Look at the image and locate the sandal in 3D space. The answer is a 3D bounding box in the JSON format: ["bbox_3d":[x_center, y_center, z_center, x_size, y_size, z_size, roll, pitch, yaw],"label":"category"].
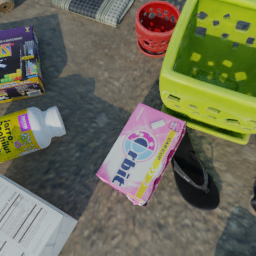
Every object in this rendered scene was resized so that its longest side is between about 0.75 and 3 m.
[{"bbox_3d":[1.586,1.014,7.431,0.951,0.535,2.500,-22,69,-9],"label":"sandal"}]

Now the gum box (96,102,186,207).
[{"bbox_3d":[0.357,0.690,7.258,1.350,0.787,2.379,25,74,20],"label":"gum box"}]

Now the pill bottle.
[{"bbox_3d":[-2.859,0.139,7.458,2.220,1.157,1.157,-19,69,-8],"label":"pill bottle"}]

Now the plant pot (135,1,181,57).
[{"bbox_3d":[0.901,-3.024,8.735,1.366,1.244,1.366,0,68,0],"label":"plant pot"}]

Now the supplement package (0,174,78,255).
[{"bbox_3d":[-2.701,2.212,6.244,2.360,1.791,1.778,27,70,11],"label":"supplement package"}]

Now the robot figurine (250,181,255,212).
[{"bbox_3d":[3.838,1.316,6.371,2.342,1.461,1.760,-30,30,-28],"label":"robot figurine"}]

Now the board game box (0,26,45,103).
[{"bbox_3d":[-4.032,-1.836,8.501,2.674,0.758,2.210,-13,68,-5],"label":"board game box"}]

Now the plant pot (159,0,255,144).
[{"bbox_3d":[2.449,-1.363,7.282,2.907,2.651,2.922,19,69,8],"label":"plant pot"}]

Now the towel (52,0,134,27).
[{"bbox_3d":[-0.980,-4.976,10.065,2.627,0.471,2.728,22,71,12],"label":"towel"}]

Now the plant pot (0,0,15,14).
[{"bbox_3d":[-4.395,-4.499,9.556,1.098,1.098,0.953,-29,88,-11],"label":"plant pot"}]
